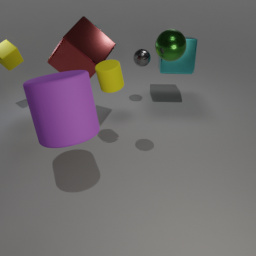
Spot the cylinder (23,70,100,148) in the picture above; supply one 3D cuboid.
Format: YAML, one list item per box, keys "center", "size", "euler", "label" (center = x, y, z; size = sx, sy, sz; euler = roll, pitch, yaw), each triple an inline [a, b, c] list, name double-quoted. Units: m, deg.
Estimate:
- center: [-1.442, -0.461, 6.236]
  size: [1.400, 1.400, 1.400]
  euler: [-8, 19, 3]
  label: "cylinder"

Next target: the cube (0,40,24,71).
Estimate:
- center: [-4.541, -2.741, 10.596]
  size: [0.700, 0.700, 0.700]
  euler: [38, 69, 20]
  label: "cube"

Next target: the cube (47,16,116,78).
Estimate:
- center: [-1.528, -2.476, 9.285]
  size: [1.400, 1.400, 1.400]
  euler: [39, 50, -16]
  label: "cube"

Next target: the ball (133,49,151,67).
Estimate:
- center: [0.567, -2.838, 11.334]
  size: [0.700, 0.700, 0.700]
  euler: [0, 32, 0]
  label: "ball"

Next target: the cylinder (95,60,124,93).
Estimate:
- center: [-0.511, -1.468, 7.935]
  size: [0.700, 0.700, 0.700]
  euler: [-8, 39, 6]
  label: "cylinder"

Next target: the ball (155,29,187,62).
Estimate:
- center: [0.961, -1.854, 6.293]
  size: [0.700, 0.700, 0.700]
  euler: [0, 32, 0]
  label: "ball"

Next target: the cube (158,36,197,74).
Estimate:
- center: [2.057, -3.119, 11.892]
  size: [1.400, 1.400, 1.400]
  euler: [2, 22, 2]
  label: "cube"
